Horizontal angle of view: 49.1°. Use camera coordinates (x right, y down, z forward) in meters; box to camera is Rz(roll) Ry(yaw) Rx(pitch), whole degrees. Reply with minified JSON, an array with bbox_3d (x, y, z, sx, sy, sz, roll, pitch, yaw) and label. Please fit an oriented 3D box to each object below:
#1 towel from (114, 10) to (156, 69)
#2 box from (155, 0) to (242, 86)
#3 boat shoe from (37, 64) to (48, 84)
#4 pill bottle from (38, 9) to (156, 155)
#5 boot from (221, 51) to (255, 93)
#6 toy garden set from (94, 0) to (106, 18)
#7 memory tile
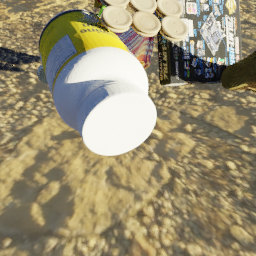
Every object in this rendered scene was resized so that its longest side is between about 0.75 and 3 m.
[{"bbox_3d":[-0.070,-2.241,7.576,0.419,2.048,2.798,32,51,-30],"label":"towel"},{"bbox_3d":[1.817,-2.235,6.992,2.255,2.272,0.564,-7,6,-24],"label":"box"},{"bbox_3d":[-1.684,-1.899,8.468,2.129,0.743,0.758,-14,38,-13],"label":"boat shoe"},{"bbox_3d":[-0.633,-0.929,5.194,1.658,1.658,2.959,-14,44,-16],"label":"pill bottle"},{"bbox_3d":[3.676,-1.126,6.163,2.456,0.812,2.151,7,-1,-20],"label":"boot"},{"bbox_3d":[-0.885,-4.208,9.432,0.445,2.232,1.861,30,56,-8],"label":"toy garden set"},{"bbox_3d":[0.243,-2.614,5.500,1.683,0.184,2.196,3,62,-15],"label":"memory tile"}]
